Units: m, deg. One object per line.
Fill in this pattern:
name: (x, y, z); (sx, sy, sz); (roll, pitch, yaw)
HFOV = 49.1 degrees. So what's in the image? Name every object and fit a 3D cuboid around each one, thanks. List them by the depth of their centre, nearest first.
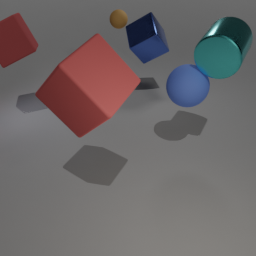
cube: (-0.873, -0.893, 6.171); (1.400, 1.400, 1.400); (-29, 20, 49)
cylinder: (2.892, -2.429, 8.488); (1.400, 1.400, 1.400); (17, 47, 25)
ball: (1.956, -1.378, 9.189); (1.400, 1.400, 1.400); (0, 32, 0)
cube: (-4.391, -3.321, 10.530); (1.400, 1.400, 1.400); (-28, 28, 0)
ball: (-0.361, -4.187, 10.778); (0.700, 0.700, 0.700); (0, 32, 0)
cube: (0.897, -4.135, 12.992); (1.400, 1.400, 1.400); (-22, 61, 24)
